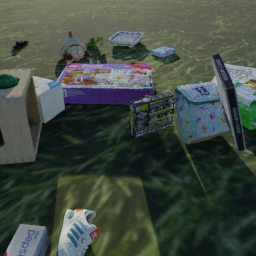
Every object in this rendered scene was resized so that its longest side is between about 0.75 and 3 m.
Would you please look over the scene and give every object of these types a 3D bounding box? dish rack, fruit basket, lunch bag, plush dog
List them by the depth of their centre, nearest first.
[{"bbox_3d":[1.802,-0.463,6.799,1.157,1.359,0.828,-11,-8,-19],"label":"lunch bag"},{"bbox_3d":[3.696,-0.904,7.651,2.042,0.957,1.891,-31,40,-8],"label":"fruit basket"},{"bbox_3d":[-2.236,-3.302,11.747,1.324,1.062,1.137,-16,60,-24],"label":"plush dog"},{"bbox_3d":[-0.073,-4.346,13.759,1.427,0.362,1.663,11,34,15],"label":"dish rack"}]

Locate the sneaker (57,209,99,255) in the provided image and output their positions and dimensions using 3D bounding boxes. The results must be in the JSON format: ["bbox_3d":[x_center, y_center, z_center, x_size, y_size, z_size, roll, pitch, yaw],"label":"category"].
[{"bbox_3d":[-0.744,1.723,4.337,0.556,0.418,1.189,-7,30,0],"label":"sneaker"}]

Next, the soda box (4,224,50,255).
[{"bbox_3d":[-1.542,2.007,3.911,0.440,0.409,1.289,4,33,6],"label":"soda box"}]

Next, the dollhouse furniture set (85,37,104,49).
[{"bbox_3d":[-1.591,-3.949,13.292,0.593,0.454,0.905,-16,7,-33],"label":"dollhouse furniture set"}]

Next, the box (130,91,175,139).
[{"bbox_3d":[0.614,-0.330,7.015,1.195,0.957,0.265,-17,36,-23],"label":"box"}]

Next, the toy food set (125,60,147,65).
[{"bbox_3d":[0.268,-2.227,10.556,1.157,0.284,1.169,19,37,26],"label":"toy food set"}]

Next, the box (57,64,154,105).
[{"bbox_3d":[-0.696,-1.465,9.093,2.996,0.586,2.050,1,33,2],"label":"box"}]

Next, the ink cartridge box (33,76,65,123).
[{"bbox_3d":[-2.569,-0.842,7.860,1.217,0.889,0.893,16,36,23],"label":"ink cartridge box"}]

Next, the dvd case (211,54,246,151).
[{"bbox_3d":[1.730,-0.432,4.822,0.173,1.401,1.053,-15,40,15],"label":"dvd case"}]

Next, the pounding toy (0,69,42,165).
[{"bbox_3d":[-2.899,-0.539,6.336,1.447,2.035,1.873,-5,33,-8],"label":"pounding toy"}]

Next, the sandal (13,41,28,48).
[{"bbox_3d":[-5.166,-4.067,13.410,0.443,0.266,1.180,4,33,7],"label":"sandal"}]

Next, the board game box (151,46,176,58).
[{"bbox_3d":[1.575,-3.400,12.469,0.702,0.170,0.928,28,42,36],"label":"board game box"}]

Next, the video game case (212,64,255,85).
[{"bbox_3d":[4.098,-1.435,9.305,2.414,0.314,2.652,15,36,22],"label":"video game case"}]
